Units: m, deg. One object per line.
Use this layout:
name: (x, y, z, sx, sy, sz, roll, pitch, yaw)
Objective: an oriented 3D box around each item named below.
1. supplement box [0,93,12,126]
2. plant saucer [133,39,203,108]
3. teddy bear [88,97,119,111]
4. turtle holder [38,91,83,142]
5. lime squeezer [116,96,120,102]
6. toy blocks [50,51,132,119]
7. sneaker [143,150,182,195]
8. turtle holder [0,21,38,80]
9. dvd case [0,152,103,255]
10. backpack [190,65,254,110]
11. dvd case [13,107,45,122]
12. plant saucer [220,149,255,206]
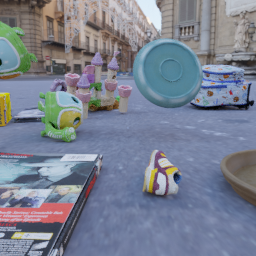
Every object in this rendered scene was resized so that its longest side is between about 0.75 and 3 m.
supplement box: (-4.480, -0.652, 9.325, 0.944, 0.939, 1.725, -3, 12, -15)
plant saucer: (1.001, -1.349, 6.668, 1.756, 1.756, 0.241, -2, -9, -11)
teddy bear: (-1.142, -1.079, 12.357, 1.697, 0.566, 1.230, -3, 14, -15)
turtle holder: (-1.738, -0.355, 7.322, 1.109, 1.187, 1.562, -2, 11, -13)
lime squeezer: (-0.824, -1.435, 14.445, 0.796, 0.425, 2.253, 11, 17, 41)
toy blocks: (-1.453, -1.892, 10.919, 2.418, 2.178, 2.587, -13, 30, -36)
sneaker: (0.560, 0.696, 4.310, 0.528, 0.440, 1.173, 11, 20, 10)
turtle holder: (-2.912, -1.794, 6.340, 1.141, 1.501, 1.066, 29, 55, 25)
dvd case: (-1.572, 0.857, 3.652, 2.126, 0.321, 2.913, 1, 13, 3)
backpack: (3.956, -1.825, 12.790, 2.548, 2.061, 2.675, -13, 17, -11)
dvd case: (-3.105, -0.567, 10.734, 1.960, 0.211, 2.636, -2, 12, -11)
plant saucer: (2.559, 0.766, 4.003, 2.387, 0.352, 2.387, 0, 12, 0)
